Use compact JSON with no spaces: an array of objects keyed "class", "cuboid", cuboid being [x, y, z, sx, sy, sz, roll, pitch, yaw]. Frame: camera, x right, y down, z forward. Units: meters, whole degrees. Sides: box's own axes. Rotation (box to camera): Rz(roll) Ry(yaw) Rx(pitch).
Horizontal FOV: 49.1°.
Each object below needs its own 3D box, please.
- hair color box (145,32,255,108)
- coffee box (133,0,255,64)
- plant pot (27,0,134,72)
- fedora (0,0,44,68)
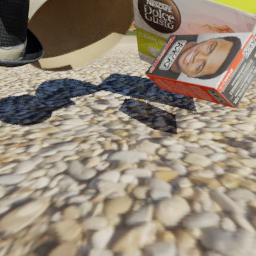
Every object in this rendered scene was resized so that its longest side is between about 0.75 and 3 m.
[{"class":"hair color box","cuboid":[1.367,-1.194,5.431,0.671,1.112,2.191,35,-3,-33]},{"class":"coffee box","cuboid":[1.990,-3.050,6.952,2.764,2.738,2.769,27,71,17]},{"class":"plant pot","cuboid":[-1.537,-3.060,6.806,2.923,1.962,2.923,-28,-14,-7]},{"class":"fedora","cuboid":[-2.209,-1.966,4.188,2.359,1.077,2.359,26,29,-16]}]
